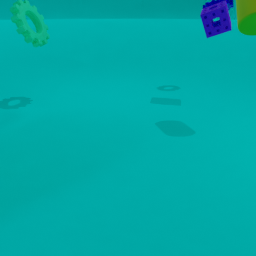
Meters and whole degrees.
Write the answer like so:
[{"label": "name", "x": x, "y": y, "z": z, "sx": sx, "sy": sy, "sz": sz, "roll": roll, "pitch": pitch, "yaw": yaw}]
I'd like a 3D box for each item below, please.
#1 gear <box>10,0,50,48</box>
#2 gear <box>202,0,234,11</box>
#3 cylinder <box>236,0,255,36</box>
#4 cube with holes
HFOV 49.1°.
[{"label": "gear", "x": -3.115, "y": -3.343, "z": 8.995, "sx": 0.270, "sy": 1.459, "sz": 1.459, "roll": -18, "pitch": 17, "yaw": 21}, {"label": "gear", "x": 3.396, "y": -4.594, "z": 10.588, "sx": 1.110, "sy": 0.205, "sz": 1.110, "roll": -5, "pitch": 3, "yaw": 0}, {"label": "cylinder", "x": 2.966, "y": -2.749, "z": 6.410, "sx": 0.895, "sy": 0.895, "sz": 0.895, "roll": 3, "pitch": -16, "yaw": 1}, {"label": "cube with holes", "x": 2.858, "y": -3.514, "z": 9.061, "sx": 0.778, "sy": 0.778, "sz": 0.778, "roll": -12, "pitch": 30, "yaw": 27}]
